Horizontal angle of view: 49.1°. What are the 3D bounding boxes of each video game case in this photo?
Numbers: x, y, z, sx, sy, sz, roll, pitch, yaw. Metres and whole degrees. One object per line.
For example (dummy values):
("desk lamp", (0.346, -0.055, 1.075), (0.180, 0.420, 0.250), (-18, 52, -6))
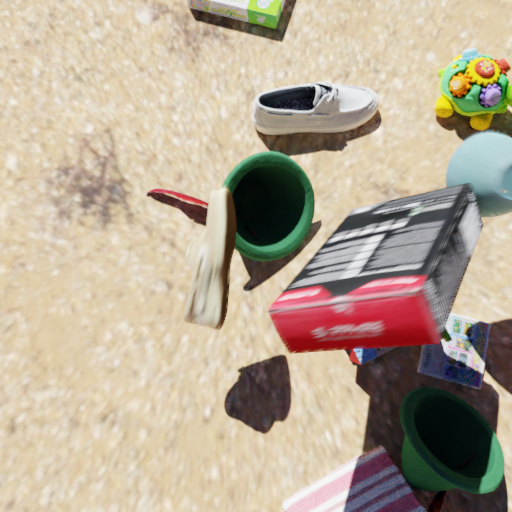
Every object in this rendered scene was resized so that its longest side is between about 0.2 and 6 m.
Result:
("video game case", (3.289, 1.526, 9.309), (1.027, 0.134, 1.128), (15, 71, 5))

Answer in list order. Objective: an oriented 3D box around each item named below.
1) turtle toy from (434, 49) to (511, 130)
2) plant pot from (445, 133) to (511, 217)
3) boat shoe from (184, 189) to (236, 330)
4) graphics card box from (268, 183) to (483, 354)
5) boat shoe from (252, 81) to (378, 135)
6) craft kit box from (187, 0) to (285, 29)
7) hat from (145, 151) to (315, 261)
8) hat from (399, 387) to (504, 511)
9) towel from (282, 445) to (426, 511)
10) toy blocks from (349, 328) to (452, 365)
("turtle toy", (4.319, -3.157, 10.447), (1.901, 0.961, 1.385), (22, 73, 7))
("plant pot", (3.324, -1.056, 7.637), (1.186, 0.799, 1.186), (-2, 104, -7))
("boat shoe", (-0.691, 0.042, 7.866), (0.654, 0.726, 2.013), (8, 106, 9))
("graphics card box", (1.595, 0.084, 6.898), (2.885, 1.810, 0.734), (-46, 118, -50))
("boat shoe", (1.121, -2.858, 10.416), (2.416, 0.828, 0.870), (-2, 71, -1))
("craft kit box", (-0.237, -5.780, 11.634), (1.909, 0.463, 1.886), (15, 75, 5))
("hat", (-0.327, -1.075, 10.115), (2.208, 1.943, 1.829), (38, 83, -32))
("hat", (2.524, 3.345, 8.647), (1.727, 1.836, 2.085), (39, 35, 19))
("towel", (1.693, 4.216, 7.940), (1.857, 0.380, 2.537), (-25, 50, -9))
("toy blocks", (1.887, 0.711, 9.193), (1.560, 1.140, 2.282), (-27, 76, 4))
